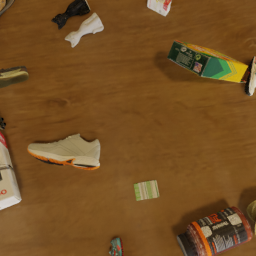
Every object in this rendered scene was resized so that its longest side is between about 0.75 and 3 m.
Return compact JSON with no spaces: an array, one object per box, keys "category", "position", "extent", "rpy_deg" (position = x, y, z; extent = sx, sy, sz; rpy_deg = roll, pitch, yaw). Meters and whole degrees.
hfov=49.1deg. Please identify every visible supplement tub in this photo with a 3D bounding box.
[{"category":"supplement tub","position":[2.664,3.363,8.809],"extent":[2.138,1.144,1.144],"rpy_deg":[-20,77,-6]}]

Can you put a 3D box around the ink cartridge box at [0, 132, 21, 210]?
[{"category":"ink cartridge box","position":[-4.771,1.474,9.086],"extent":[1.814,1.053,2.514],"rpy_deg":[-19,73,-15]}]

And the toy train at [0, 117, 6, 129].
[{"category":"toy train","position":[-4.904,-0.604,10.208],"extent":[0.369,0.274,1.609],"rpy_deg":[-30,78,-3]}]

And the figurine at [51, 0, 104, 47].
[{"category":"figurine","position":[-1.990,-4.101,10.922],"extent":[1.547,0.683,1.586],"rpy_deg":[-35,79,0]}]

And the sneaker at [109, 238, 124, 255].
[{"category":"sneaker","position":[-0.376,4.082,9.083],"extent":[0.458,0.380,0.958],"rpy_deg":[-9,69,10]}]

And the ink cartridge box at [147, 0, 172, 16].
[{"category":"ink cartridge box","position":[1.232,-4.909,11.059],"extent":[0.849,0.616,0.354],"rpy_deg":[30,76,7]}]

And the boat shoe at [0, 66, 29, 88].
[{"category":"boat shoe","position":[-4.559,-1.914,10.388],"extent":[1.724,0.616,0.567],"rpy_deg":[-12,66,-2]}]

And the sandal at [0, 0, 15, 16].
[{"category":"sandal","position":[-5.281,-5.049,11.067],"extent":[0.999,0.667,2.445],"rpy_deg":[31,78,7]}]

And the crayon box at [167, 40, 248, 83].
[{"category":"crayon box","position":[2.732,-2.150,9.187],"extent":[1.593,2.510,0.638],"rpy_deg":[43,123,41]}]

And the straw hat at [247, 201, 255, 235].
[{"category":"straw hat","position":[4.272,2.754,9.181],"extent":[0.626,1.478,1.478],"rpy_deg":[23,73,48]}]

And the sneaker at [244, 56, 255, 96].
[{"category":"sneaker","position":[4.834,-1.897,10.365],"extent":[0.739,0.556,1.581],"rpy_deg":[14,74,9]}]

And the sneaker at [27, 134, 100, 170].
[{"category":"sneaker","position":[-2.138,0.704,9.660],"extent":[2.481,0.939,1.141],"rpy_deg":[10,69,-5]}]

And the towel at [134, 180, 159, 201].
[{"category":"towel","position":[0.635,2.144,9.645],"extent":[0.803,0.123,0.599],"rpy_deg":[-10,75,0]}]
